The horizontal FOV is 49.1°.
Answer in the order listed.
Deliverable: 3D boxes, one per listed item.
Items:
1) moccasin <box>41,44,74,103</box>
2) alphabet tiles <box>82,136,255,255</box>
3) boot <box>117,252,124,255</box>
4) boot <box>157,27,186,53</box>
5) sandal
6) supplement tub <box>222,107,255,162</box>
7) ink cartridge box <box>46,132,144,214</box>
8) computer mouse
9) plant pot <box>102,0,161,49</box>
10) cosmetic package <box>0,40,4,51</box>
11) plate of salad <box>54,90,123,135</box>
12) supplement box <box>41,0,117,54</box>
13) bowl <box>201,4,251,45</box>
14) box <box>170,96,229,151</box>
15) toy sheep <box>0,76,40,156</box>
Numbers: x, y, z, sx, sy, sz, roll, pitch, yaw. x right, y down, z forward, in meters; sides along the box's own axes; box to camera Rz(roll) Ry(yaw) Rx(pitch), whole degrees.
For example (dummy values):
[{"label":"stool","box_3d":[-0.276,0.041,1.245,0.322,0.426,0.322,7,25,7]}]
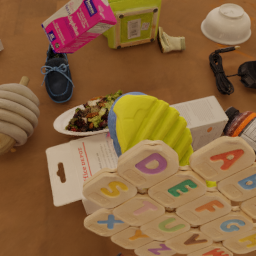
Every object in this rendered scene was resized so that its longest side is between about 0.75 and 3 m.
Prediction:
[{"label":"moccasin","box_3d":[-2.429,-1.958,9.224,1.031,0.873,2.561,-14,55,-10]},{"label":"alphabet tiles","box_3d":[0.762,1.217,3.883,2.723,2.663,0.199,39,32,-25]},{"label":"boot","box_3d":[0.161,3.440,5.531,1.543,0.528,1.452,18,56,12]},{"label":"boot","box_3d":[1.614,-3.328,10.495,0.946,0.441,1.223,-6,60,-4]},{"label":"sandal","box_3d":[0.533,0.598,4.561,1.151,2.896,1.261,-44,33,-14]},{"label":"supplement tub","box_3d":[3.408,0.291,7.465,1.107,1.107,2.070,-35,60,-23]},{"label":"ink cartridge box","box_3d":[-0.434,1.020,7.001,2.867,0.965,1.679,-13,55,-10]},{"label":"computer mouse","box_3d":[4.212,-2.037,9.471,2.951,0.679,2.072,-13,56,2]},{"label":"plant pot","box_3d":[-0.008,-4.257,10.162,2.200,2.211,2.006,-14,63,-10]},{"label":"cosmetic package","box_3d":[-5.563,-3.211,10.396,1.778,0.450,0.734,27,58,18]},{"label":"plate of salad","box_3d":[-0.790,-0.483,7.719,2.578,0.619,2.578,-7,24,3]},{"label":"supplement box","box_3d":[-1.172,-2.500,6.715,0.790,1.561,0.807,65,28,-2]},{"label":"bowl","box_3d":[3.891,-4.168,10.844,1.947,0.875,1.947,0,53,0]},{"label":"box","box_3d":[1.637,-0.015,7.584,1.630,1.241,0.867,-13,55,-9]},{"label":"toy sheep","box_3d":[-3.262,-0.401,7.686,1.713,1.713,2.485,7,68,5]}]
